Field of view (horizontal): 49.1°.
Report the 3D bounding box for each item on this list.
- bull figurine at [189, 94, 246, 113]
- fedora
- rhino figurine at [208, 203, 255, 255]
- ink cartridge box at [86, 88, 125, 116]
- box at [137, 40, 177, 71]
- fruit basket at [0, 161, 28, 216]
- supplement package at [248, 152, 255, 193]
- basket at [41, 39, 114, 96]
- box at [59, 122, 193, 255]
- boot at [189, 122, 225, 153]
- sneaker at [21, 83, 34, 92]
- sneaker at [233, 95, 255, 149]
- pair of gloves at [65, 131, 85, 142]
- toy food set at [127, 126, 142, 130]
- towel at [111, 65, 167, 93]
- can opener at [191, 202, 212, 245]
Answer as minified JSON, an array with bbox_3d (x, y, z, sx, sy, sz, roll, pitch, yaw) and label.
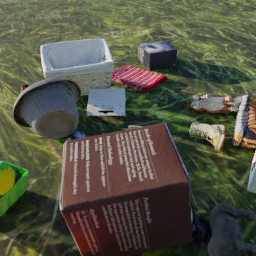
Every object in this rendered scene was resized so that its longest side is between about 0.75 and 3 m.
[{"bbox_3d":[3.760,-1.016,11.527,2.455,0.800,1.490,-1,2,10],"label":"bull figurine"},{"bbox_3d":[-2.554,-0.460,9.784,2.505,2.832,1.279,-33,70,-5],"label":"fedora"},{"bbox_3d":[2.406,2.743,6.530,1.041,0.712,2.380,5,38,16],"label":"rhino figurine"},{"bbox_3d":[-0.908,-1.002,12.066,1.607,0.475,2.008,-1,41,-2],"label":"ink cartridge box"},{"bbox_3d":[1.638,-4.165,15.914,1.711,1.055,1.698,-13,39,-18],"label":"box"},{"bbox_3d":[-3.568,1.478,7.449,1.320,1.830,1.830,14,38,19],"label":"fruit basket"},{"bbox_3d":[4.566,0.792,8.176,1.444,1.963,1.877,16,38,21],"label":"supplement package"},{"bbox_3d":[-2.278,-2.669,12.839,2.995,1.848,2.030,-10,52,-12],"label":"basket"},{"bbox_3d":[-0.046,1.514,6.737,2.619,2.173,2.150,-11,36,-2],"label":"box"},{"bbox_3d":[2.819,0.291,10.079,1.228,0.572,1.588,11,31,13],"label":"boot"},{"bbox_3d":[-4.180,-1.519,12.163,1.009,1.073,2.619,-12,38,-15],"label":"sneaker"},{"bbox_3d":[4.828,-0.138,10.426,1.503,1.041,2.683,15,49,15],"label":"sneaker"},{"bbox_3d":[-1.784,0.434,10.016,0.686,0.097,0.854,34,46,2],"label":"pair of gloves"},{"bbox_3d":[0.410,0.325,10.285,1.212,0.366,0.870,5,35,21],"label":"toy food set"},{"bbox_3d":[0.435,-2.635,14.414,2.701,0.304,1.953,25,42,31],"label":"towel"},{"bbox_3d":[1.600,2.277,7.389,0.663,0.534,1.685,32,23,-38],"label":"can opener"}]
